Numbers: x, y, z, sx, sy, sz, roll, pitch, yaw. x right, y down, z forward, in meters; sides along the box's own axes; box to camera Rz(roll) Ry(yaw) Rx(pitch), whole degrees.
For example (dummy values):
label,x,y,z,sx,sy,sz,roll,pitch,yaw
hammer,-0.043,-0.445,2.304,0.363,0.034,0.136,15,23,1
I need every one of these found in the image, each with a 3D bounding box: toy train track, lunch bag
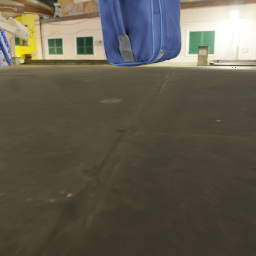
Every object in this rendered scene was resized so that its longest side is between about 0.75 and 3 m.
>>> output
label,x,y,z,sx,sy,sz,roll,pitch,yaw
toy train track,-2.026,-1.649,3.814,1.890,0.307,1.084,28,1,23
lunch bag,-2.811,-2.042,5.390,0.740,1.569,1.959,-22,-11,-16
lunch bag,0.244,-2.574,6.436,1.533,2.257,1.493,4,19,36

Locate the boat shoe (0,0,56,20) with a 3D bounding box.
label,x,y,z,sx,sy,sz,roll,pitch,yaw
boat shoe,-3.013,-3.212,7.074,2.240,0.827,0.848,8,38,-31
